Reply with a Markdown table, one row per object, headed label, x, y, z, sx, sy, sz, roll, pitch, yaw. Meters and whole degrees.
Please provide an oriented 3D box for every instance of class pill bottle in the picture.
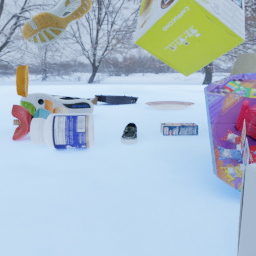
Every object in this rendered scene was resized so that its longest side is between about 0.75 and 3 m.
| label | x | y | z | sx | sy | sz | roll | pitch | yaw |
| --- | --- | --- | --- | --- | --- | --- | --- | --- | --- |
| pill bottle | -1.422 | 0.066 | 6.220 | 1.316 | 0.788 | 0.788 | -1 | 11 | -4 |

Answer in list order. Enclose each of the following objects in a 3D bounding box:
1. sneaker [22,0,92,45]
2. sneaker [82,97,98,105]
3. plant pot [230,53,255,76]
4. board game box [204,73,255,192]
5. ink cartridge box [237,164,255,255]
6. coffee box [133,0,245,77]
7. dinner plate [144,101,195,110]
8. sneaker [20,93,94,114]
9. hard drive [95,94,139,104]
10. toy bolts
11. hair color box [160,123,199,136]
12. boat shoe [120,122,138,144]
| label | x | y | z | sx | sy | sz | roll | pitch | yaw |
| --- | --- | --- | --- | --- | --- | --- | --- | --- | --- |
| sneaker | -1.569 | -2.486 | 6.372 | 1.752 | 0.662 | 0.768 | -30 | 29 | 4 |
| sneaker | -2.091 | -1.406 | 14.847 | 0.710 | 0.459 | 1.308 | 4 | 14 | 11 |
| plant pot | 3.454 | -0.915 | 7.653 | 2.028 | 2.166 | 2.028 | 0 | 10 | 0 |
| board game box | 2.406 | -0.213 | 4.117 | 2.342 | 0.577 | 2.964 | 2 | 45 | 8 |
| ink cartridge box | 2.221 | 0.808 | 1.892 | 2.250 | 0.932 | 1.640 | -3 | 11 | -17 |
| coffee box | 1.572 | -2.871 | 7.225 | 1.939 | 1.918 | 1.936 | 26 | -32 | -25 |
| dinner plate | 2.025 | -1.097 | 13.670 | 2.457 | 0.298 | 2.457 | 1 | 10 | 0 |
| sneaker | -2.663 | -0.794 | 10.715 | 2.625 | 0.959 | 1.468 | 6 | 6 | -11 |
| hard drive | -0.641 | -1.622 | 15.738 | 2.157 | 0.456 | 1.455 | -3 | 11 | -37 |
| toy bolts | -2.285 | -0.599 | 7.603 | 1.404 | 1.934 | 2.024 | 2 | 27 | -14 |
| hair color box | 1.407 | 0.028 | 7.738 | 0.967 | 0.293 | 0.484 | -1 | 11 | -3 |
| boat shoe | 0.039 | 0.123 | 7.073 | 0.426 | 0.351 | 1.242 | 1 | 11 | 3 |
